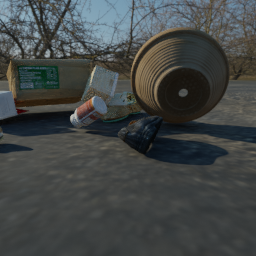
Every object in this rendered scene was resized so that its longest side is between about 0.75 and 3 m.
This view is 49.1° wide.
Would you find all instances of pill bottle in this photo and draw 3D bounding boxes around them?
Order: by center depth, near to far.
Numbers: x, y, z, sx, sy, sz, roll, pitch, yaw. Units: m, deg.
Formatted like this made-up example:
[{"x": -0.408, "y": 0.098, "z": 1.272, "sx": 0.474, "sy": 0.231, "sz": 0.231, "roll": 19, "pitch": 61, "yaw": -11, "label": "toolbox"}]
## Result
[{"x": -1.015, "y": -0.377, "z": 7.120, "sx": 0.912, "sy": 0.511, "sz": 0.511, "roll": -30, "pitch": -3, "yaw": 27, "label": "pill bottle"}]

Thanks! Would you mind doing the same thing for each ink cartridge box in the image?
[{"x": -4.131, "y": -0.711, "z": 8.565, "sx": 1.575, "sy": 0.752, "sz": 1.794, "roll": -21, "pitch": 20, "yaw": -37, "label": "ink cartridge box"}]

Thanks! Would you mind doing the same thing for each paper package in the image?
[{"x": -2.787, "y": -1.545, "z": 9.869, "sx": 2.576, "sy": 1.333, "sz": 2.455, "roll": -6, "pitch": 1, "yaw": -26, "label": "paper package"}]

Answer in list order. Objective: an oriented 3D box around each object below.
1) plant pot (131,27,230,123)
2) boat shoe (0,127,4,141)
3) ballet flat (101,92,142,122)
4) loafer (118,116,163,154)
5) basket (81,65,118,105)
[{"x": 1.384, "y": -1.131, "z": 7.334, "sx": 2.679, "sy": 2.679, "sz": 1.236, "roll": 1, "pitch": 31, "yaw": 3, "label": "plant pot"}, {"x": -3.103, "y": 0.187, "z": 5.769, "sx": 0.985, "sy": 0.337, "sz": 0.368, "roll": -21, "pitch": 28, "yaw": -40, "label": "boat shoe"}, {"x": -0.207, "y": -0.782, "z": 9.381, "sx": 0.897, "sy": 0.831, "sz": 2.544, "roll": 3, "pitch": 12, "yaw": 20, "label": "ballet flat"}, {"x": 0.313, "y": -0.001, "z": 5.823, "sx": 0.611, "sy": 0.616, "sz": 1.691, "roll": 24, "pitch": 16, "yaw": 10, "label": "loafer"}, {"x": -0.869, "y": -1.233, "z": 8.622, "sx": 0.768, "sy": 0.946, "sz": 0.955, "roll": 21, "pitch": -31, "yaw": -16, "label": "basket"}]
